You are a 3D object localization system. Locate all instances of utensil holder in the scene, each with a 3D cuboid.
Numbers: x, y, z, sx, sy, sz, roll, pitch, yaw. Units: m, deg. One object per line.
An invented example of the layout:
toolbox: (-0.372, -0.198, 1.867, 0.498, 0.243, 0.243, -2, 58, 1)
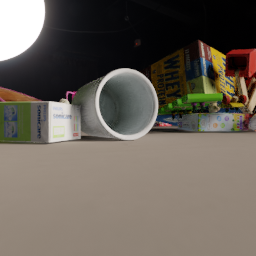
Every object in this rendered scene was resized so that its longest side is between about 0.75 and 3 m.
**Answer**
utensil holder: (-0.299, -0.341, 4.717, 1.081, 1.081, 1.272, -1, -1, -30)

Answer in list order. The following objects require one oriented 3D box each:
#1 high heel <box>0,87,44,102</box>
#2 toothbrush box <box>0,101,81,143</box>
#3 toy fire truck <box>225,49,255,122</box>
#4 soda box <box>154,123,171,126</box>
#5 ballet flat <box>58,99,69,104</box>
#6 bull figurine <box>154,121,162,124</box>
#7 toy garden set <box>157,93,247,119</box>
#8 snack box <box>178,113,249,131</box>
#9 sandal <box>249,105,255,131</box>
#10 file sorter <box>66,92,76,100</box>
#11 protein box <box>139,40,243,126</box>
high heel: (-2.581, -0.662, 7.685, 2.626, 1.260, 0.885, 2, 40, 21)
toothbrush box: (-1.485, -0.093, 4.136, 1.309, 0.564, 0.953, -1, 1, 14)
toy fire truck: (3.721, -1.055, 8.233, 1.971, 2.795, 0.681, -32, 29, -35)
soda box: (1.722, -0.239, 13.770, 0.981, 0.311, 0.344, -3, 2, -44)
ballet flat: (-1.903, -0.573, 9.481, 2.654, 0.955, 0.955, -10, 7, -35)
bull figurine: (0.323, -0.474, 10.496, 1.646, 0.883, 2.712, 0, 9, 23)
toy garden set: (1.817, -0.474, 7.069, 1.604, 0.384, 1.924, -3, -6, -14)
snack box: (2.241, -0.161, 7.730, 1.320, 0.492, 1.857, -2, 1, -6)
sandal: (4.101, -0.505, 7.675, 2.976, 0.853, 1.140, 2, -29, -43)
file sorter: (-1.858, -1.054, 15.315, 2.766, 1.922, 1.735, 0, 5, 3)
protein box: (2.022, -1.182, 8.947, 2.397, 1.629, 2.415, 11, -20, -40)
